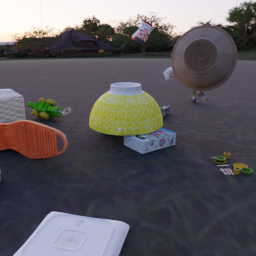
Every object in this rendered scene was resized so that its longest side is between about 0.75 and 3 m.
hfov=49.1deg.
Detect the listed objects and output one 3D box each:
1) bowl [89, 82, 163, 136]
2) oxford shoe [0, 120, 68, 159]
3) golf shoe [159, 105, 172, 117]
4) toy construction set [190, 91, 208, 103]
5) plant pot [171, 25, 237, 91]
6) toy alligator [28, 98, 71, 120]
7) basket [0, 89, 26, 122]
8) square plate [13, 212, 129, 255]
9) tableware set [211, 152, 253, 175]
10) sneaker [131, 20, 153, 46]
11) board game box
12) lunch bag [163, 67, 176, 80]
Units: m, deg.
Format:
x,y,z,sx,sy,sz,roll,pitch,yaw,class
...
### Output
x,y,z,sx,sy,sz,roll,pitch,yaw,class
-0.066,-0.770,9.213,2.477,1.333,2.477,-1,18,0,bowl
-2.886,0.183,8.161,2.946,1.050,1.074,7,14,22,oxford shoe
1.395,-0.698,12.101,0.547,0.441,1.126,-7,3,42,golf shoe
3.642,-1.589,14.542,0.879,0.733,0.676,18,3,-9,toy construction set
2.513,-2.391,9.504,2.263,2.263,1.044,7,9,20,plant pot
-3.109,-0.681,11.482,2.598,0.770,0.705,12,-19,33,toy alligator
-4.820,-0.599,10.094,1.210,1.330,1.962,17,24,38,basket
-0.895,1.800,4.336,1.560,0.222,1.546,4,19,13,square plate
2.679,0.900,7.247,0.762,0.174,1.131,0,17,-2,tableware set
0.578,-3.708,10.915,0.537,0.861,1.607,30,15,-11,sneaker
0.671,0.334,8.640,1.310,0.421,0.966,-12,22,-35,board game box
1.892,-2.293,11.576,0.699,0.524,0.824,-21,2,-7,lunch bag
